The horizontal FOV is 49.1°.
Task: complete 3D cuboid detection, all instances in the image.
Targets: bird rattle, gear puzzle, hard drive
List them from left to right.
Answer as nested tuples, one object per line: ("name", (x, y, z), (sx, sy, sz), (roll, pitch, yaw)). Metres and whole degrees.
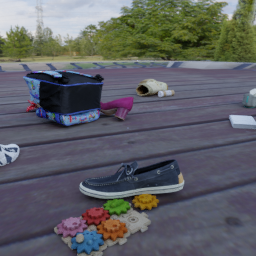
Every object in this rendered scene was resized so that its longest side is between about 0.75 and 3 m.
("bird rattle", (-3.903, -1.011, 12.853), (1.377, 0.776, 1.122), (-11, 4, 8))
("gear puzzle", (-0.184, 1.510, 4.839), (1.976, 0.259, 1.024), (-14, 22, -38))
("hard drive", (4.401, -0.239, 10.720), (0.866, 0.172, 1.313), (4, 17, 13))

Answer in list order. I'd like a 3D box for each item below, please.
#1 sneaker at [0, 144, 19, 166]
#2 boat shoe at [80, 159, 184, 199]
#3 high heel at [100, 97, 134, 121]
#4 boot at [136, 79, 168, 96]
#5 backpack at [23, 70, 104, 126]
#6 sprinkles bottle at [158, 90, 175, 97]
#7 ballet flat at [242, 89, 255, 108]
("sneaker", (-3.393, 0.433, 7.067), (0.625, 1.019, 1.566), (9, 19, 25))
("boat shoe", (0.073, 0.988, 5.649), (2.097, 0.653, 0.782), (-5, 6, -2))
("high heel", (-0.640, -1.013, 11.674), (2.065, 0.993, 0.696), (23, -7, 36))
("boot", (1.049, -2.429, 16.886), (1.729, 0.810, 2.225), (-15, 26, -38))
("backpack", (-2.667, -1.334, 11.018), (2.746, 1.848, 2.507), (15, 18, 30))
("sprinkles bottle", (2.212, -1.979, 16.121), (0.998, 0.340, 0.340), (-10, 20, -32))
("ballet flat", (6.457, -1.588, 14.034), (0.858, 0.811, 2.547), (13, 21, 37))
